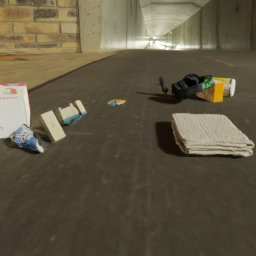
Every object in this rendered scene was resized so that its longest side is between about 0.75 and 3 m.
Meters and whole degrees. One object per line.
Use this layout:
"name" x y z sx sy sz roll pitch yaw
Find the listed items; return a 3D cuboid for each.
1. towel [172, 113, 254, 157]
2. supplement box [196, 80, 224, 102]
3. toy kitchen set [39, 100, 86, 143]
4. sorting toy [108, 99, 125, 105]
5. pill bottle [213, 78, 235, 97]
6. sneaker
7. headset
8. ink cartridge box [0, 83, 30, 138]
"towel" 2.434 0.141 8.669 1.952 0.508 2.945 3 19 3
"supplement box" 3.956 -1.878 13.629 0.544 0.932 1.479 -8 20 -18
"toy kitchen set" -2.135 -0.115 9.213 1.533 0.903 1.228 -27 -1 -36
"sorting toy" -0.524 -1.234 13.006 0.562 0.136 0.999 14 23 33
"pill bottle" 4.600 -2.126 14.383 1.596 0.894 0.894 10 22 26
"sneaker" -2.838 0.396 8.014 0.581 0.571 1.507 -39 40 -25
"headset" 2.622 -2.072 13.176 1.768 1.345 2.862 -33 16 -33
"ink cartridge box" -4.625 -0.692 9.822 2.159 1.241 2.975 -6 21 -17
